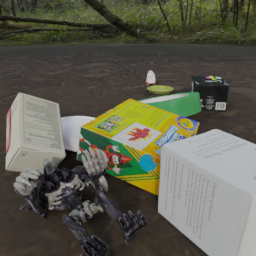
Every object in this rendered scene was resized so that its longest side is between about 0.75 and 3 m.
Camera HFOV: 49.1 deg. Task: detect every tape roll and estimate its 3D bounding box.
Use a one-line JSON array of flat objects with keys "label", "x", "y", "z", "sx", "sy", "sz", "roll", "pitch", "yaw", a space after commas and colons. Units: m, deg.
[{"label": "tape roll", "x": 1.279, "y": -0.777, "z": 10.427, "sx": 2.777, "sy": 0.667, "sz": 2.777, "roll": -9, "pitch": 9, "yaw": 1}]

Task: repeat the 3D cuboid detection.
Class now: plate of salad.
[{"label": "plate of salad", "x": -1.367, "y": 0.240, "z": 8.768, "sx": 2.522, "sy": 0.606, "sz": 2.522, "roll": 9, "pitch": 24, "yaw": -4}]

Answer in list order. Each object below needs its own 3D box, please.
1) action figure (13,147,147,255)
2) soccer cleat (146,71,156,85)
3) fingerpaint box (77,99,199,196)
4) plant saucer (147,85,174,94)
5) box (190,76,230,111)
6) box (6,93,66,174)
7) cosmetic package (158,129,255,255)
[{"label": "action figure", "x": -1.037, "y": 1.156, "z": 5.240, "sx": 1.769, "sy": 1.519, "sz": 2.977, "roll": -28, "pitch": 34, "yaw": -31}, {"label": "soccer cleat", "x": 1.398, "y": -3.089, "z": 17.258, "sx": 0.604, "sy": 0.749, "sz": 1.759, "roll": 1, "pitch": 21, "yaw": 3}, {"label": "fingerpaint box", "x": 0.407, "y": 0.330, "z": 7.486, "sx": 2.325, "sy": 1.022, "sz": 2.787, "roll": 20, "pitch": 27, "yaw": 17}, {"label": "plant saucer", "x": 1.763, "y": -2.076, "z": 15.361, "sx": 1.454, "sy": 0.226, "sz": 1.454, "roll": 0, "pitch": 20, "yaw": 0}, {"label": "box", "x": 3.653, "y": -1.623, "z": 12.804, "sx": 1.448, "sy": 1.212, "sz": 1.950, "roll": 2, "pitch": 22, "yaw": 5}, {"label": "box", "x": -2.324, "y": 0.154, "z": 6.950, "sx": 1.112, "sy": 0.947, "sz": 1.739, "roll": 16, "pitch": 42, "yaw": -36}, {"label": "cosmetic package", "x": 1.748, "y": 1.148, "z": 5.081, "sx": 1.574, "sy": 1.565, "sz": 1.881, "roll": -14, "pitch": 26, "yaw": -32}]
